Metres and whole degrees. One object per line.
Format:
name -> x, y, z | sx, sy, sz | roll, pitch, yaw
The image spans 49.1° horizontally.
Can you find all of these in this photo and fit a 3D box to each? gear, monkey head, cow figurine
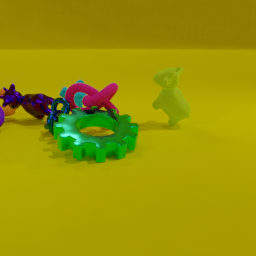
gear -> -0.741, 0.074, 6.699 | 1.968, 0.364, 1.968 | 5, 29, -3
monkey head -> -1.856, -1.021, 9.179 | 0.976, 1.356, 0.817 | 31, -3, -34
cow figurine -> -3.115, -0.828, 8.729 | 1.466, 0.818, 1.490 | 29, -21, -38
cow figurine -> 1.316, -0.940, 8.061 | 0.860, 1.567, 1.542 | -39, -5, -31

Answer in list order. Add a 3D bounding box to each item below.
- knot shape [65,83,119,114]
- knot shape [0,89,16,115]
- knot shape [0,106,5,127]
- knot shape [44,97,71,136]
knot shape -> -0.991, -0.765, 7.688 | 1.476, 0.729, 1.577 | 1, -14, 1
knot shape -> -4.892, -0.992, 9.434 | 1.992, 0.920, 1.864 | 9, 1, -3
knot shape -> -4.276, -0.418, 7.306 | 1.817, 0.840, 1.700 | 8, 2, -12
knot shape -> -1.963, -0.236, 7.667 | 0.506, 1.095, 1.025 | 19, -22, -17
